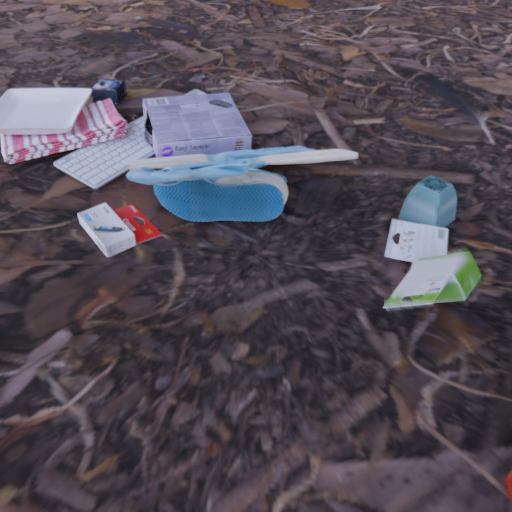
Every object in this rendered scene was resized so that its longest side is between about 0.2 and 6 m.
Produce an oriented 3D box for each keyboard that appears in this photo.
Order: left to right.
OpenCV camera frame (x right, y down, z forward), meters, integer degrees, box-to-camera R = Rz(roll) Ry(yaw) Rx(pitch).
[{"bbox_3d":[-2.408,-2.834,12.961,1.306,0.247,4.641,25,46,26],"label":"keyboard"}]

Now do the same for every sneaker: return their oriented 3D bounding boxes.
[{"bbox_3d":[-0.674,-1.211,10.590,2.565,0.981,1.036,9,25,9],"label":"sneaker"}]

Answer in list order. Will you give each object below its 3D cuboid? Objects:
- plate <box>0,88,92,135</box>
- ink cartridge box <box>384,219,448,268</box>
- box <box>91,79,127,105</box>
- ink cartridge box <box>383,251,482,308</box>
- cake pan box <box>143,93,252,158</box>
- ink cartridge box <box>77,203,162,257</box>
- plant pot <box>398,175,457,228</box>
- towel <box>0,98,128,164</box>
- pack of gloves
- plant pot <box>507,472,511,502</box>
[{"bbox_3d":[-5.027,-3.313,12.967,2.094,0.338,2.089,0,41,0],"label":"plate"},{"bbox_3d":[2.786,-0.147,9.733,1.006,0.252,1.159,11,41,14],"label":"ink cartridge box"},{"bbox_3d":[-3.813,-4.259,14.532,0.693,0.427,0.687,6,41,7],"label":"box"},{"bbox_3d":[2.635,0.523,8.405,1.272,0.482,0.940,-43,18,-34],"label":"ink cartridge box"},{"bbox_3d":[-1.408,-2.948,12.673,2.223,0.581,2.047,-9,42,-16],"label":"cake pan box"},{"bbox_3d":[-2.498,-0.581,10.234,1.095,0.278,1.243,-26,47,-26],"label":"ink cartridge box"},{"bbox_3d":[3.217,-1.005,10.334,0.782,0.799,0.784,-32,49,-32],"label":"plant pot"},{"bbox_3d":[-4.435,-2.938,12.758,2.726,0.408,1.995,-18,37,-16],"label":"towel"},{"bbox_3d":[-0.423,-1.501,10.482,3.853,0.760,3.237,-7,16,-7],"label":"pack of gloves"},{"bbox_3d":[3.717,2.711,4.855,2.276,2.274,2.006,10,46,12],"label":"plant pot"}]
